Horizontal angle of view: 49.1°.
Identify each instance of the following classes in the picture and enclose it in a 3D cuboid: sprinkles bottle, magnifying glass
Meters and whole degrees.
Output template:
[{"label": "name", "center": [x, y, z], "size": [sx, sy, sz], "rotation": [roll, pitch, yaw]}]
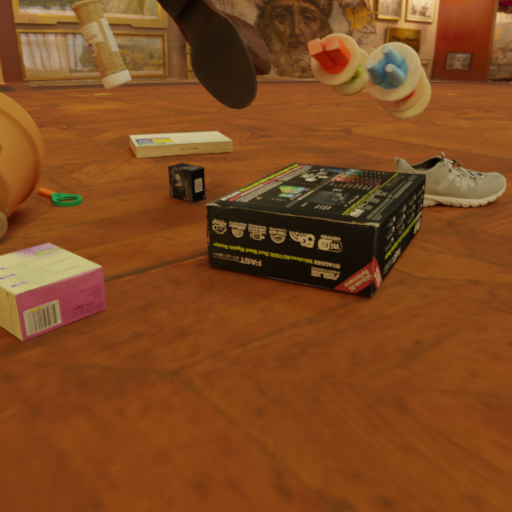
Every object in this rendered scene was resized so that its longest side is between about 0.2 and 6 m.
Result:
[{"label": "sprinkles bottle", "center": [-2.408, -3.299, 8.760], "size": [0.443, 1.299, 0.443], "rotation": [-18, 19, 6]}, {"label": "magnifying glass", "center": [-4.121, -1.216, 11.624], "size": [1.393, 0.156, 0.554], "rotation": [21, 30, 39]}]

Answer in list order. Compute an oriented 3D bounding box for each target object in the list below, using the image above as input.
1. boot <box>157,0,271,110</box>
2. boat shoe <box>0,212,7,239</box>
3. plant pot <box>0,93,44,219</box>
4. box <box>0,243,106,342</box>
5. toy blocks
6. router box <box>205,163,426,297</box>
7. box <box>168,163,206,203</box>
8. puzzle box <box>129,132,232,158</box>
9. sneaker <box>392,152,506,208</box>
[{"label": "boot", "center": [-0.283, -3.584, 10.176], "size": [0.955, 2.771, 2.973], "rotation": [-32, -10, 20]}, {"label": "boat shoe", "center": [-5.009, -0.363, 8.582], "size": [2.163, 0.778, 0.701], "rotation": [-21, 34, -30]}, {"label": "plant pot", "center": [-4.959, -1.466, 9.497], "size": [2.462, 2.462, 1.723], "rotation": [-5, 37, -12]}, {"label": "box", "center": [-2.670, 0.392, 6.837], "size": [1.252, 0.605, 1.102], "rotation": [19, 28, 38]}, {"label": "toy blocks", "center": [1.607, -2.862, 8.476], "size": [1.934, 0.843, 2.321], "rotation": [29, 14, 18]}, {"label": "router box", "center": [1.084, -0.600, 8.779], "size": [2.466, 1.022, 3.290], "rotation": [11, 23, 25]}, {"label": "box", "center": [-1.434, -1.514, 11.600], "size": [0.701, 0.689, 0.411], "rotation": [17, 28, 38]}, {"label": "puzzle box", "center": [-2.293, -3.354, 16.748], "size": [2.819, 0.358, 1.876], "rotation": [-6, 23, -15]}, {"label": "sneaker", "center": [3.868, -1.553, 11.217], "size": [2.519, 1.033, 0.941], "rotation": [-5, 22, -11]}]
